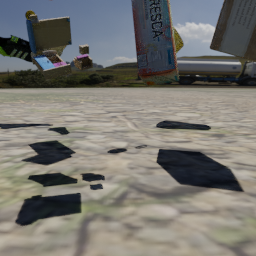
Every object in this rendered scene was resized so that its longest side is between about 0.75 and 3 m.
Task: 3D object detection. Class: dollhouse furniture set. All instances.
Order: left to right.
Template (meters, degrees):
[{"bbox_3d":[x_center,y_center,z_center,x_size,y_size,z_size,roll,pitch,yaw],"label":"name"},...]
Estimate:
[{"bbox_3d":[-1.129,-1.422,4.430,0.936,0.992,0.647,-21,45,-25],"label":"dollhouse furniture set"}]

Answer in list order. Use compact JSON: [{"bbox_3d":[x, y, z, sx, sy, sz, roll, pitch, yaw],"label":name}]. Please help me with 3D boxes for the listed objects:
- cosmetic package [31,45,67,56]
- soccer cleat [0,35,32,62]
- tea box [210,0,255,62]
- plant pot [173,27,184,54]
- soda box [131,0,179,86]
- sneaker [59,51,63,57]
[{"bbox_3d":[-1.843,-1.885,6.591,0.535,0.378,1.033,-31,4,-36],"label":"cosmetic package"},{"bbox_3d":[-3.540,-2.682,9.393,1.986,0.670,0.805,8,-27,5],"label":"soccer cleat"},{"bbox_3d":[2.899,-2.556,5.027,1.657,2.480,2.440,23,30,22],"label":"tea box"},{"bbox_3d":[1.164,-2.775,9.504,1.217,1.293,1.293,-34,7,7],"label":"plant pot"},{"bbox_3d":[0.541,-2.123,5.767,0.756,2.379,0.813,-6,-9,13],"label":"soda box"},{"bbox_3d":[-2.268,-2.617,8.645,0.542,0.345,0.951,36,-31,-4],"label":"sneaker"}]
